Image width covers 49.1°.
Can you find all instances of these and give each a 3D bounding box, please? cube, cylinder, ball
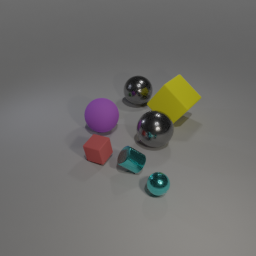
[{"bbox_3d":[-1.046,0.743,9.852,0.700,0.700,0.700,12,43,27],"label":"cube"},{"bbox_3d":[0.120,1.043,9.274,0.700,0.700,0.700,31,23,-24],"label":"cylinder"},{"bbox_3d":[1.018,0.036,10.549,1.400,1.400,1.400,0,32,0],"label":"ball"},{"bbox_3d":[-1.061,-0.517,11.365,1.400,1.400,1.400,0,32,0],"label":"ball"},{"bbox_3d":[0.483,-1.808,13.456,1.400,1.400,1.400,0,32,0],"label":"ball"},{"bbox_3d":[0.916,1.675,8.420,0.700,0.700,0.700,0,32,0],"label":"ball"},{"bbox_3d":[1.969,-1.162,11.981,1.400,1.400,1.400,48,46,5],"label":"cube"}]
